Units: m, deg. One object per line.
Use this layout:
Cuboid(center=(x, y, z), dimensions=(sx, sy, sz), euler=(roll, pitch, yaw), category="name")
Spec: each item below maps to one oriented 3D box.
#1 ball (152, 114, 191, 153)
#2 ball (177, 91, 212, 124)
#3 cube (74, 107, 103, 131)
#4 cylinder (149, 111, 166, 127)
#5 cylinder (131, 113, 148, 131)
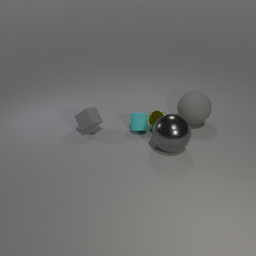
Cuboid(center=(1.576, 0.185, 10.129), dimensions=(1.400, 1.400, 1.400), euler=(0, 30, 0), category="ball")
Cuboid(center=(2.775, -0.853, 11.720), dimensions=(1.400, 1.400, 1.400), euler=(0, 30, 0), category="ball")
Cuboid(center=(-1.575, -0.357, 11.266), dimensions=(0.700, 0.700, 0.700), euler=(-31, -8, 27), category="cube")
Cuboid(center=(1.272, -0.326, 11.478), dimensions=(0.700, 0.700, 0.700), euler=(13, 1, 22), category="cylinder")
Cuboid(center=(0.458, -0.261, 11.405), dimensions=(0.700, 0.700, 0.700), euler=(0, 4, 0), category="cylinder")
